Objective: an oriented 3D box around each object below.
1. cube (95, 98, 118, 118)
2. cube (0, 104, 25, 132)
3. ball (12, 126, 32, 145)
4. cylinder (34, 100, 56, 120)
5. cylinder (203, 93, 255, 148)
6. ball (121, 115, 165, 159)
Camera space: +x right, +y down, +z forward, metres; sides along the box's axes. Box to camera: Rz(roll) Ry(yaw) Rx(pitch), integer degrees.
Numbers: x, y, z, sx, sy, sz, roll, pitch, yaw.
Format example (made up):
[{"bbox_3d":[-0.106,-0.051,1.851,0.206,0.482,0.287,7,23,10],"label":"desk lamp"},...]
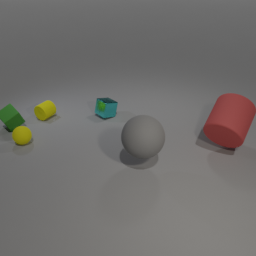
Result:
[{"bbox_3d":[-0.982,-0.920,12.588,0.700,0.700,0.700,-10,30,-44],"label":"cube"},{"bbox_3d":[-4.789,-0.422,11.448,0.700,0.700,0.700,-41,63,-18],"label":"cube"},{"bbox_3d":[-3.995,0.274,10.556,0.700,0.700,0.700,0,29,0],"label":"ball"},{"bbox_3d":[-3.683,-0.788,12.471,0.700,0.700,0.700,15,33,25],"label":"cylinder"},{"bbox_3d":[3.560,-0.255,9.831,1.400,1.400,1.400,18,64,30],"label":"cylinder"},{"bbox_3d":[0.479,0.282,8.895,1.400,1.400,1.400,0,29,0],"label":"ball"}]
